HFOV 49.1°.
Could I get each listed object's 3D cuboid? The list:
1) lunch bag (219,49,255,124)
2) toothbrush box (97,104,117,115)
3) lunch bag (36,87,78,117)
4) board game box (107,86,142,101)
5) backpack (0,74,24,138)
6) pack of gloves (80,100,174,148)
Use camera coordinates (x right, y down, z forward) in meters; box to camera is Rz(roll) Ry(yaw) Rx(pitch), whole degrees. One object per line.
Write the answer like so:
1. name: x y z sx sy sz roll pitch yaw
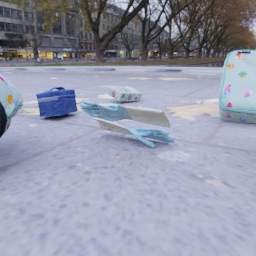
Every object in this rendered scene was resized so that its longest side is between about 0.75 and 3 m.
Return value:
1. lunch bag: 4.173 -1.438 9.250 2.081 2.595 1.000 8 -24 24
2. toothbrush box: -0.585 -0.596 9.901 0.703 0.415 0.965 -5 14 -33
3. lunch bag: -2.470 -0.970 9.960 0.994 0.968 1.463 -3 10 23
4. board game box: -0.150 -1.590 12.931 1.296 0.416 0.956 -5 29 -40
5. backpack: -3.234 -0.513 5.695 1.762 2.323 2.784 -40 13 -9
6. pack of gloves: -0.044 0.008 6.670 2.208 0.436 1.855 10 -18 24
